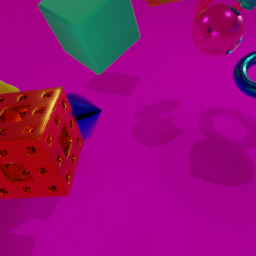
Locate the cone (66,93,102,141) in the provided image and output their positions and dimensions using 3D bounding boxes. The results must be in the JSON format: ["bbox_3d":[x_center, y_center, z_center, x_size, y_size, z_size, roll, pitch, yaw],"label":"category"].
[{"bbox_3d":[-0.697,-0.234,4.800,0.925,0.925,0.929,-38,18,-35],"label":"cone"}]

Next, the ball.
[{"bbox_3d":[2.059,-2.230,6.461,1.174,1.174,1.174,0,42,0],"label":"ball"}]

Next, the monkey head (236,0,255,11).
[{"bbox_3d":[2.796,-3.051,6.258,1.006,0.606,0.724,52,51,-1],"label":"monkey head"}]

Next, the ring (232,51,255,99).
[{"bbox_3d":[3.667,-1.395,7.162,1.871,0.374,1.871,-9,49,10],"label":"ring"}]

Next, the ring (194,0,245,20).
[{"bbox_3d":[2.379,-3.099,7.091,1.524,1.524,0.305,-14,60,-16],"label":"ring"}]

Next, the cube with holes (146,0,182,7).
[{"bbox_3d":[1.027,-4.253,8.065,1.083,1.083,1.083,-7,12,13],"label":"cube with holes"}]

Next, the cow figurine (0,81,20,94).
[{"bbox_3d":[-2.749,-0.531,5.136,1.669,1.643,0.916,14,71,5],"label":"cow figurine"}]

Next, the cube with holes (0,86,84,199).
[{"bbox_3d":[-1.311,0.205,3.742,1.024,1.024,1.024,-5,40,10],"label":"cube with holes"}]

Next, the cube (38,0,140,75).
[{"bbox_3d":[-0.537,-1.576,4.169,0.939,0.939,0.939,-45,59,-12],"label":"cube"}]
